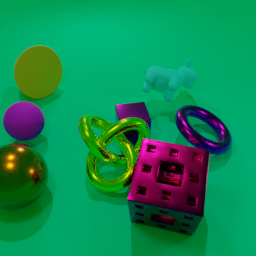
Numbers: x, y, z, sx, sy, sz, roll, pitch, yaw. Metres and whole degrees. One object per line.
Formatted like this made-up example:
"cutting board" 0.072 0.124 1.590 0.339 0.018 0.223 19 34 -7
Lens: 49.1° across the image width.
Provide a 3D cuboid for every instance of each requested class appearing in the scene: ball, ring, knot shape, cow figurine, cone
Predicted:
"ball" -2.367 1.000 5.850 1.364 1.364 1.364 0 43 0
"ball" -2.641 -0.173 7.132 1.001 1.001 1.001 0 43 0
"ring" 1.959 0.011 7.258 1.648 0.330 1.648 18 39 -15
"knot shape" -0.422 0.353 6.416 1.754 0.866 1.875 43 62 -11
"cow figurine" 1.271 -1.529 8.436 1.576 0.865 1.551 20 51 2
"cone" -3.230 -1.918 8.949 1.610 1.604 1.604 24 47 38

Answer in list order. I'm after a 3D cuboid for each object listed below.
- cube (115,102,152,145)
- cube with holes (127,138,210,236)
"cube" 0.120 -0.109 7.420 0.809 0.809 0.809 -7 44 -8
"cube with holes" 0.793 1.180 5.528 1.285 1.285 1.285 10 56 10
